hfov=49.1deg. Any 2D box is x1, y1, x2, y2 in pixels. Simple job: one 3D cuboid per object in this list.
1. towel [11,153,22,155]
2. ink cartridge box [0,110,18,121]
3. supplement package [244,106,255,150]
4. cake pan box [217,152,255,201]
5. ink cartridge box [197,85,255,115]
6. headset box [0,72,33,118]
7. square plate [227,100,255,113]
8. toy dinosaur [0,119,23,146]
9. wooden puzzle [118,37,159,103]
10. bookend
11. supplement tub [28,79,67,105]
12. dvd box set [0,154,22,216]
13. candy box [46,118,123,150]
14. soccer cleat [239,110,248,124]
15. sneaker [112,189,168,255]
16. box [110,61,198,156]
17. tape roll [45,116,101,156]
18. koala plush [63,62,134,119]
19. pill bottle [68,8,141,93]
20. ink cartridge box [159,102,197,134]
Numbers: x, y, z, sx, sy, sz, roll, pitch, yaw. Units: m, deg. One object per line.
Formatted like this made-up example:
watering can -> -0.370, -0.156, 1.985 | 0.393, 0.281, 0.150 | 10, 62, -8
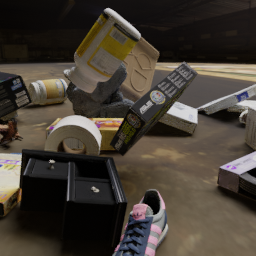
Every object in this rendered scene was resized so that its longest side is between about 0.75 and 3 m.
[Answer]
towel -> -2.797, 0.800, 7.371 | 0.769, 0.187, 0.430 | 1, 14, 7
ink cartridge box -> -5.082, -0.637, 11.732 | 0.625, 0.361, 0.862 | -26, 29, -34
supplement package -> 4.273, 0.177, 7.706 | 1.219, 1.174, 2.143 | 0, 17, -2
cake pan box -> 3.144, 1.084, 5.908 | 1.917, 0.501, 1.766 | -12, 18, -35
ink cartridge box -> 4.506, -1.216, 12.581 | 2.245, 0.457, 2.249 | -22, 0, -36
headset box -> -5.660, -1.269, 11.383 | 2.344, 1.249, 2.692 | -33, 33, -31
square plate -> 5.847, -1.052, 13.422 | 2.021, 0.287, 2.002 | 6, 18, 19
toy dinosaur -> -4.032, 0.248, 8.031 | 1.659, 1.051, 2.448 | 29, 29, -13
wooden puzzle -> 0.009, -2.700, 12.126 | 2.642, 2.853, 0.660 | 30, -23, -32
bookend -> -1.060, 1.096, 4.759 | 1.766, 0.814, 1.755 | 7, 14, -12
supplement tub -> -4.090, -1.858, 14.424 | 1.709, 1.236, 1.236 | -13, 21, -38
dvd box set -> -2.777, 1.116, 6.084 | 1.573, 0.316, 2.150 | 2, 17, 8
candy box -> -1.156, 0.156, 8.680 | 2.394, 0.676, 1.397 | 2, 16, 1
soccer cleat -> 5.241, -0.288, 10.135 | 2.327, 0.806, 0.903 | 6, 21, 43
sneaker -> 0.109, 1.512, 3.931 | 0.632, 0.739, 1.802 | -2, 15, 20
box -> 0.582, -0.436, 6.561 | 0.462, 1.673, 2.088 | 42, 57, 8
tape roll -> -1.305, 0.401, 6.810 | 1.271, 1.271, 0.872 | -1, 17, -2
koala plush -> -1.547, -1.325, 11.003 | 2.459, 2.373, 2.675 | -32, 35, -29
pill bottle -> -0.803, -2.278, 8.557 | 1.320, 2.357, 1.320 | 36, 19, -14
ink cartridge box -> 1.465, -0.684, 10.686 | 2.366, 0.480, 2.361 | 20, 19, 7
